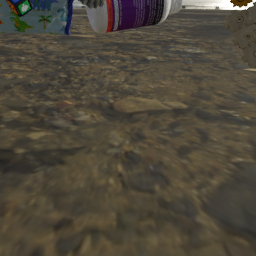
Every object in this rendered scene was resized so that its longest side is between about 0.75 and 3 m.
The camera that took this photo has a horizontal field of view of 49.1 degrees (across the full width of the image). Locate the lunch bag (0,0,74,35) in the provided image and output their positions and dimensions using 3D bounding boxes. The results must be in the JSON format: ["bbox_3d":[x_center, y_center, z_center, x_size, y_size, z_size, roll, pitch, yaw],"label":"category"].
[{"bbox_3d":[-1.900,-2.755,4.874,1.722,1.291,2.025,-4,66,-22],"label":"lunch bag"}]

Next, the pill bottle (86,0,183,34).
[{"bbox_3d":[0.170,-3.603,7.952,2.595,1.459,1.459,-14,30,-15],"label":"pill bottle"}]

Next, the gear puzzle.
[{"bbox_3d":[3.400,-2.784,7.666,1.333,0.337,2.573,-19,66,10],"label":"gear puzzle"}]

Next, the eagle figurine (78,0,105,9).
[{"bbox_3d":[-0.338,-3.202,5.607,1.385,1.392,1.835,18,31,-8],"label":"eagle figurine"}]

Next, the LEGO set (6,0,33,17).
[{"bbox_3d":[-0.955,-2.051,3.083,1.456,0.478,1.949,-14,72,-6],"label":"LEGO set"}]
